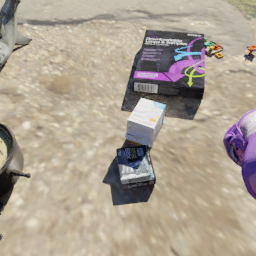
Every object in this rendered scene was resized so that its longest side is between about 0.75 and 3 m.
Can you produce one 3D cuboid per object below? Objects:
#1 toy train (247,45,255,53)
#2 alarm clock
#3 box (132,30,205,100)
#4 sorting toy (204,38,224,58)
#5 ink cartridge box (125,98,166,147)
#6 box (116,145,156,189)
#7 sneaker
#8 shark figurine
[{"bbox_3d":[4.553,-2.560,9.491,0.734,0.272,0.977,-29,51,-22],"label":"toy train"},{"bbox_3d":[-3.462,0.612,6.168,1.939,0.957,2.875,-31,57,-24],"label":"alarm clock"},{"bbox_3d":[1.373,-2.135,8.901,2.061,0.520,2.883,7,48,7],"label":"box"},{"bbox_3d":[2.899,-2.850,9.798,0.689,0.167,1.224,-28,54,-23],"label":"sorting toy"},{"bbox_3d":[0.428,-0.102,6.947,0.689,0.672,1.073,18,46,14],"label":"ink cartridge box"},{"bbox_3d":[0.165,0.865,6.408,0.776,0.245,0.985,-6,49,-5],"label":"box"},{"bbox_3d":[1.843,0.279,3.865,1.123,1.021,2.539,-16,9,36],"label":"sneaker"},{"bbox_3d":[-3.803,-3.562,9.572,1.340,3.212,1.919,16,2,-36],"label":"shark figurine"}]
